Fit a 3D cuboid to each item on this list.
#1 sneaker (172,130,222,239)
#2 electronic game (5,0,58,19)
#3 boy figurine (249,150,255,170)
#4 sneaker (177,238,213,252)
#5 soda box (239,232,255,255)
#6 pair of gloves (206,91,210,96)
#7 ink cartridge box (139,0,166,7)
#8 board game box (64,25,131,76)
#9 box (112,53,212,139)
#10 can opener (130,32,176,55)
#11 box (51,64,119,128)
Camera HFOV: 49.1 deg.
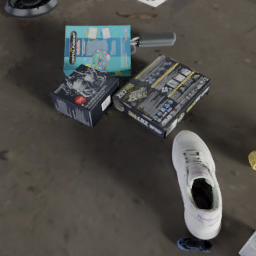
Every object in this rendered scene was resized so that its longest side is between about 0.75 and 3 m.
[{"bbox_3d":[1.678,1.027,6.566,1.037,1.379,2.769,-8,50,3],"label":"sneaker"},{"bbox_3d":[-4.046,-5.224,11.784,2.208,0.459,2.208,-1,50,1],"label":"electronic game"},{"bbox_3d":[3.990,0.771,6.996,1.795,1.116,0.578,1,51,24],"label":"boy figurine"},{"bbox_3d":[1.483,2.542,6.141,0.762,0.297,0.267,5,54,3],"label":"sneaker"},{"bbox_3d":[3.450,3.000,5.537,0.774,0.724,2.273,-36,61,-24],"label":"soda box"},{"bbox_3d":[2.197,-1.289,9.109,0.833,0.103,0.742,-10,55,-4],"label":"pair of gloves"},{"bbox_3d":[1.123,-4.001,7.261,1.566,1.956,0.462,-21,87,-57],"label":"ink cartridge box"},{"bbox_3d":[-1.003,-2.605,9.464,2.183,0.512,1.648,0,76,0],"label":"board game box"},{"bbox_3d":[1.047,-1.075,8.584,1.983,0.604,2.461,35,63,21],"label":"box"},{"bbox_3d":[0.564,-3.066,10.216,2.344,0.617,0.779,-8,88,-3],"label":"can opener"},{"bbox_3d":[-1.250,-0.995,8.447,1.396,0.798,1.534,24,57,18],"label":"box"}]
